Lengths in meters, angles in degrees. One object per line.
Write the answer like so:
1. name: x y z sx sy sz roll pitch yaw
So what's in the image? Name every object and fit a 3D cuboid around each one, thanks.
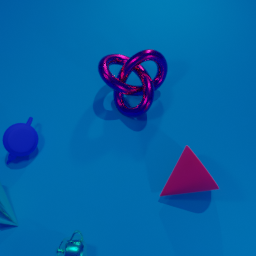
1. cone: 1.355 1.363 7.149 1.329 1.324 1.324 -36 66 5
2. cone: -3.175 2.074 6.946 1.165 1.161 1.161 42 67 -9
3. knot shape: 0.029 -1.494 8.215 1.942 0.959 2.075 31 88 -2
4. teapot: -1.352 2.877 6.382 0.626 0.794 1.278 22 99 -23
5. teapot: -2.979 0.355 7.705 0.913 0.719 1.469 28 81 -23
